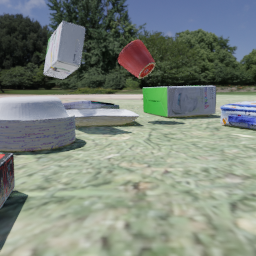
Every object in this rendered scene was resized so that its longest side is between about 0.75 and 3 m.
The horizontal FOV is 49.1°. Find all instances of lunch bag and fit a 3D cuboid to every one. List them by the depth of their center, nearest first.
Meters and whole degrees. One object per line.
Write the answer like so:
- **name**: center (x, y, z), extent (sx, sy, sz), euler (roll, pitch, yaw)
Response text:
- **lunch bag**: center (4.474, -0.437, 9.562), extent (1.889, 0.891, 2.358), euler (-8, 11, -35)

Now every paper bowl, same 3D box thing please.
- **paper bowl**: center (-2.439, -0.198, 6.994), extent (2.218, 1.153, 2.218), euler (-1, 8, 0)

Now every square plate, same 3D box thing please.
- **square plate**: center (-1.278, -0.450, 11.124), extent (2.951, 0.420, 2.923), euler (-1, 8, -11)

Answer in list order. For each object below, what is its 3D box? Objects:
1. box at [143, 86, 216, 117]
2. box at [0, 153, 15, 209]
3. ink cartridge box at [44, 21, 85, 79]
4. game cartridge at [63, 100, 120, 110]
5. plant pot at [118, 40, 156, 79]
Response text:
- **box**: center (2.460, -1.361, 13.985), extent (2.593, 1.421, 2.939), euler (-5, 8, -18)
- **box**: center (-2.225, 0.786, 2.358), extent (1.846, 0.538, 2.696), euler (-1, 9, -8)
- **ink cartridge box**: center (-2.248, -2.629, 9.721), extent (0.804, 1.387, 1.915), euler (10, -8, -28)
- **game cartridge**: center (-1.761, -1.023, 13.508), extent (1.612, 0.477, 2.487), euler (-7, -5, 39)
- **plant pot**: center (0.423, -2.707, 11.369), extent (1.283, 1.135, 1.283), euler (-37, -14, -11)
